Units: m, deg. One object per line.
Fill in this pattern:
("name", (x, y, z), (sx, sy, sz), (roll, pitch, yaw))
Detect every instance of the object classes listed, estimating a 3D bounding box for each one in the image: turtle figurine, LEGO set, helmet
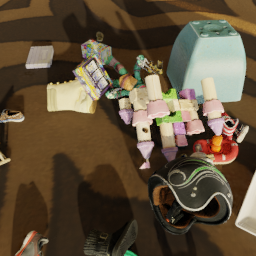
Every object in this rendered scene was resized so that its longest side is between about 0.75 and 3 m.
("turtle figurine", (-0.096, -2.060, 12.281), (2.994, 1.507, 2.242), (33, 81, 41))
("LEGO set", (1.436, -3.183, 14.360), (0.907, 0.526, 0.698), (13, 45, 14))
("helmet", (1.828, 1.853, 8.004), (2.040, 2.140, 2.140), (-13, 44, -26))

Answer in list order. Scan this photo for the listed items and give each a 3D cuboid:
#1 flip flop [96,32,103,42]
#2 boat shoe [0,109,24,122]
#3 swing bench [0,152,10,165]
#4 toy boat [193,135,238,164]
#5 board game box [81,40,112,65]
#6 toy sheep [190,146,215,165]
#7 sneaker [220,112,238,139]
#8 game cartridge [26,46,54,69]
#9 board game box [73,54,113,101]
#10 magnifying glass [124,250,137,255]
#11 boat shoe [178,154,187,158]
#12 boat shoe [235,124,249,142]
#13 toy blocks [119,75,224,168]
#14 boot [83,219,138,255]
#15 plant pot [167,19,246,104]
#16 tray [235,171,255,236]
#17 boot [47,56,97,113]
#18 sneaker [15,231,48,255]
("flip flop", (-1.737, -5.625, 17.091), (0.440, 0.312, 1.085), (-1, 43, -2))
("boat shoe", (-4.992, -0.551, 11.628), (1.273, 0.461, 0.460), (-2, 44, -2))
("swing bench", (-5.392, 0.894, 9.707), (1.665, 1.086, 1.674), (33, 58, 29))
("toy boat", (3.140, 0.658, 9.957), (1.533, 1.002, 1.000), (-1, 43, -1))
("board game box", (-1.697, -4.093, 15.133), (1.480, 0.776, 0.762), (26, 50, 26))
("toy sheep", (2.435, 1.282, 9.339), (0.980, 0.980, 1.421), (1, 61, 1))
("sneaker", (3.861, -0.279, 10.974), (0.610, 0.963, 1.712), (5, 44, 5))
("game cartridge", (-4.748, -3.863, 15.234), (1.278, 0.378, 1.971), (-1, 43, -7))
("board game box", (-1.377, -2.026, 11.218), (0.408, 1.440, 1.190), (-5, 36, 43))
("magnifying glass", (0.273, 4.121, 6.888), (0.955, 0.269, 2.400), (-22, 46, -23))
("boat shoe", (1.581, 1.476, 9.438), (0.580, 0.531, 1.551), (20, 47, 20))
("boat shoe", (4.338, 0.192, 10.980), (0.454, 0.365, 0.979), (19, 41, 34))
("toy blocks", (1.304, -0.032, 9.251), (2.762, 2.956, 2.488), (-4, 79, -27))
("boot", (-0.458, 3.015, 7.821), (1.094, 0.550, 1.463), (-1, 18, 29))
("plant pot", (3.522, -3.129, 12.567), (2.870, 2.931, 2.878), (-5, 43, -5))
("tray", (4.499, 2.313, 8.712), (1.570, 0.324, 2.923), (23, 48, 24))
("boot", (-2.404, -1.969, 12.305), (2.145, 1.004, 2.759), (1, 73, 5))
("sneaker", (-2.596, 3.475, 7.311), (0.653, 0.614, 1.594), (14, 46, 6))
